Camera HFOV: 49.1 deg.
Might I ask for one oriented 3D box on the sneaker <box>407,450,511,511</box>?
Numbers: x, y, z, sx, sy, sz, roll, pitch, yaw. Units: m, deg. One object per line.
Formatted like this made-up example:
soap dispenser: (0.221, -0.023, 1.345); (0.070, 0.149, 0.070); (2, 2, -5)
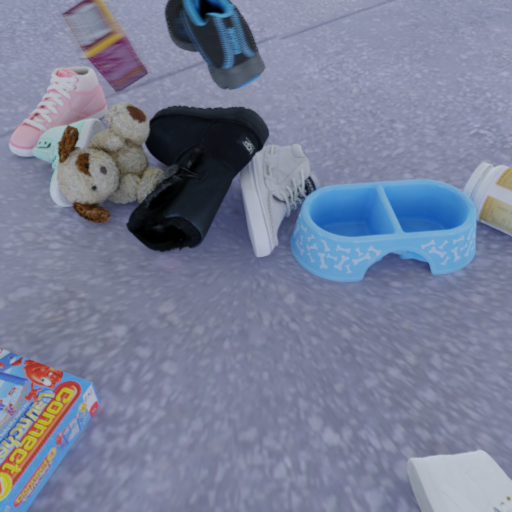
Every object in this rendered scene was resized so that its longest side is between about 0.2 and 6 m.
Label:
sneaker: (2.475, 2.941, 5.950); (1.103, 0.703, 1.908); (-9, 43, -5)

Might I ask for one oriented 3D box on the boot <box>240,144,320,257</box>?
boot: (0.460, -1.174, 10.025); (1.411, 1.086, 2.953); (-8, 43, 0)

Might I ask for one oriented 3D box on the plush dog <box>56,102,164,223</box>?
plush dog: (-2.800, -1.582, 10.245); (1.765, 2.054, 1.648); (-27, 15, -38)

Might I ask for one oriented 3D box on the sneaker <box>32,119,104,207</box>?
sneaker: (-3.849, -1.756, 10.991); (1.297, 0.809, 2.198); (-5, 50, 17)

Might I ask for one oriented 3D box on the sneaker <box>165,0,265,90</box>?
sneaker: (-0.704, -3.548, 8.316); (0.996, 1.114, 2.720); (-31, 48, -8)

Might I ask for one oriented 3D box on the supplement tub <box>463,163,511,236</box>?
supplement tub: (4.463, -0.939, 9.802); (1.474, 1.064, 1.064); (33, 52, 28)

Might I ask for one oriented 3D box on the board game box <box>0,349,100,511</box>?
board game box: (-3.236, 2.134, 6.932); (1.806, 0.515, 1.844); (15, 45, 16)

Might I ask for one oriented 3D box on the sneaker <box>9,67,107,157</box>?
sneaker: (-4.364, -3.261, 12.101); (0.970, 1.347, 2.576); (26, 50, 23)

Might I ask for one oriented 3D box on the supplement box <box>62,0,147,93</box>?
supplement box: (-1.977, -2.791, 7.423); (0.549, 1.064, 0.696); (-32, 76, 2)

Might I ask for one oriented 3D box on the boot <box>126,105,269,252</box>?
boot: (-1.543, -1.415, 10.081); (3.183, 1.216, 2.674); (8, 57, 43)

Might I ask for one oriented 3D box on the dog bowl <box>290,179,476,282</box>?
dog bowl: (2.215, -0.530, 9.575); (3.246, 0.805, 1.809); (-4, 43, -5)
